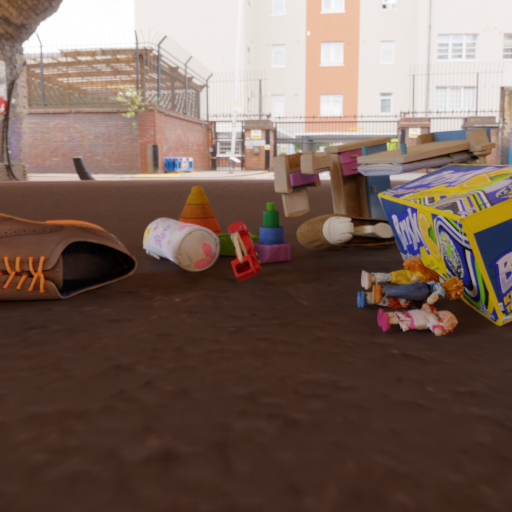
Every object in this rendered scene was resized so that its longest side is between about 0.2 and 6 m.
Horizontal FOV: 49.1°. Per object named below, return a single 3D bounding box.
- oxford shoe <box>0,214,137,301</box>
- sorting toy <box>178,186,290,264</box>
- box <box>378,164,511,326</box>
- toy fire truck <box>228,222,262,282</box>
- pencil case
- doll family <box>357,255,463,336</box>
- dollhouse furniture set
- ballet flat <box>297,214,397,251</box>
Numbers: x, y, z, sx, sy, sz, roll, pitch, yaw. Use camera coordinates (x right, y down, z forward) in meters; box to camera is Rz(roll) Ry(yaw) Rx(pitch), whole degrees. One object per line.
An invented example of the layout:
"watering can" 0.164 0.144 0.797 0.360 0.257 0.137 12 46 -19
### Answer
"oxford shoe" -2.821 0.035 6.472 3.029 1.080 1.104 -9 17 -44
"sorting toy" -0.528 -0.655 10.154 1.169 1.161 3.371 -6 11 -33
"box" 2.745 -0.389 7.221 1.339 1.229 3.822 -23 8 4
"toy fire truck" -0.193 -0.079 7.682 0.260 1.067 0.752 -23 -28 8
"pencil case" -1.220 -0.197 8.851 0.746 0.684 1.646 -21 18 -27
"doll family" 1.612 0.348 5.765 0.874 0.635 1.408 -1 10 -3
"dollhouse furniture set" 2.257 -1.041 9.840 2.755 1.904 2.918 -15 14 -24
"ballet flat" 1.798 -0.430 10.102 2.070 0.702 0.749 3 -6 -16
